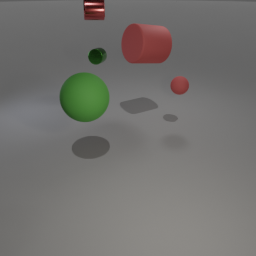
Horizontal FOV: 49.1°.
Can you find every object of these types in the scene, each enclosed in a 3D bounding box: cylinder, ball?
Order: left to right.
[{"bbox_3d":[-1.225,-0.865,7.945,1.400,1.400,1.400,0,28,0],"label":"ball"},{"bbox_3d":[-1.173,-4.089,9.651,0.700,0.700,0.700,-3,28,-8],"label":"cylinder"},{"bbox_3d":[-1.399,-3.311,12.885,0.700,0.700,0.700,6,22,11],"label":"cylinder"},{"bbox_3d":[0.695,-3.156,10.574,1.400,1.400,1.400,-9,28,-35],"label":"cylinder"},{"bbox_3d":[1.962,-1.613,10.628,0.700,0.700,0.700,0,28,0],"label":"ball"}]
